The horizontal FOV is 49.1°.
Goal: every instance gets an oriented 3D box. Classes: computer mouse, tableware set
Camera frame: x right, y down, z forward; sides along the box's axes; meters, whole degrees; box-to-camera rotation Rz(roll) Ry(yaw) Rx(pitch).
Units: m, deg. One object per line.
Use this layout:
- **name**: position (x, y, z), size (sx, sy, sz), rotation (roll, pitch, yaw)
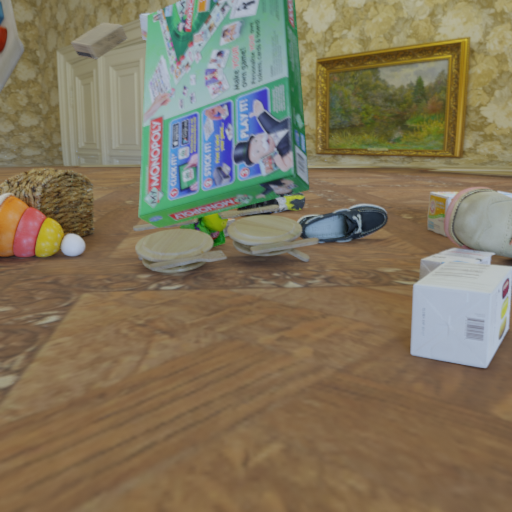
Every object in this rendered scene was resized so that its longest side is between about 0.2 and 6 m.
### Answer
- **computer mouse**: position (-0.675, -1.389, 16.908), size (2.734, 0.465, 0.801), rotation (-4, 47, 3)
- **tableware set**: position (-0.661, -0.160, 10.633), size (3.186, 0.639, 2.106), rotation (-10, 26, -17)

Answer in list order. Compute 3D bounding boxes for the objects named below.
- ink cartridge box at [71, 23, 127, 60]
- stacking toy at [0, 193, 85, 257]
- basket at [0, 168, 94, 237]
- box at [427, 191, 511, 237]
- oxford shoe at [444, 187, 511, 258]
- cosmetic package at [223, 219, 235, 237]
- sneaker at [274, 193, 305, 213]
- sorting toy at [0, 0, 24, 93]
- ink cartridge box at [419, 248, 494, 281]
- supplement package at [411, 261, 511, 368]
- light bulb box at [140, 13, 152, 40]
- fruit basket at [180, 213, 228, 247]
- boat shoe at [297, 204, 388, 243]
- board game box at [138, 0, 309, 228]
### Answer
- **ink cartridge box**: position (-3.232, -4.438, 11.549), size (0.728, 0.332, 0.883), rotation (26, 60, 41)
- **stacking toy**: position (-4.295, -0.378, 11.048), size (1.813, 1.325, 1.325), rotation (17, 11, -6)
- **basket**: position (-5.020, -1.173, 12.763), size (1.741, 1.668, 2.337), rotation (4, 12, 15)
- **box**: position (5.370, -1.056, 13.845), size (1.935, 0.981, 1.088), rotation (-2, 12, -8)
- **oxford shoe**: position (4.540, -0.474, 9.793), size (3.210, 1.136, 1.185), rotation (6, 13, -36)
- **cosmetic package**: position (-1.095, -0.729, 13.740), size (1.111, 0.396, 0.564), rotation (9, 15, 39)
- **sneaker**: position (0.608, -1.721, 17.955), size (2.015, 0.750, 0.853), rotation (2, 2, -36)
- **sorting toy**: position (-3.840, -2.815, 7.925), size (0.228, 1.267, 1.700), rotation (3, -35, -48)
- **ink cartridge box**: position (3.314, 0.212, 9.168), size (0.772, 0.452, 1.331), rotation (10, 16, 40)
- **supplement package**: position (2.393, 0.597, 6.430), size (0.804, 0.835, 1.467), rotation (6, 14, 32)
- **light bulb box**: position (-1.571, -4.065, 9.921), size (0.696, 0.435, 0.690), rotation (-26, 38, -33)
- **fruit basket**: position (-0.963, -0.603, 12.066), size (1.141, 0.823, 1.141), rotation (-13, 5, 1)
- **boat shoe**: position (2.009, -0.673, 12.709), size (2.170, 0.821, 0.655), rotation (-13, 12, -4)
- **board game box**: position (-0.537, -2.337, 8.002), size (2.389, 3.550, 0.517), rotation (-12, -22, 26)
